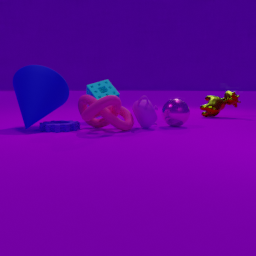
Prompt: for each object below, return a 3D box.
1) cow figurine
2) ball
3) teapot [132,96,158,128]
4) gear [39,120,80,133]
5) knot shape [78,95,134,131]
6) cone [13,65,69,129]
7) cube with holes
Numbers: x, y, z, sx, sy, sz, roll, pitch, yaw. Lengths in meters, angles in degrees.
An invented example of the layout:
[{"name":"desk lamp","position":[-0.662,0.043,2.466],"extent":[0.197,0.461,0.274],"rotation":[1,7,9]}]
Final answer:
[{"name":"cow figurine","position":[3.739,-0.957,11.291],"extent":[1.349,0.752,1.371],"rotation":[5,43,38]},{"name":"ball","position":[1.472,-0.471,8.658],"extent":[0.860,0.860,0.860],"rotation":[0,8,0]},{"name":"teapot","position":[0.566,-0.431,8.334],"extent":[0.689,1.406,0.875],"rotation":[-26,48,-3]},{"name":"gear","position":[-1.972,-0.059,8.119],"extent":[1.126,0.208,1.126],"rotation":[0,8,0]},{"name":"knot shape","position":[-0.564,-0.402,7.926],"extent":[1.622,0.801,1.733],"rotation":[16,-9,-23]},{"name":"cone","position":[-2.621,-0.587,7.837],"extent":[1.666,1.666,1.672],"rotation":[0,47,2]},{"name":"cube with holes","position":[-0.902,-1.031,9.789],"extent":[0.830,0.830,0.830],"rotation":[-21,57,-26]}]
